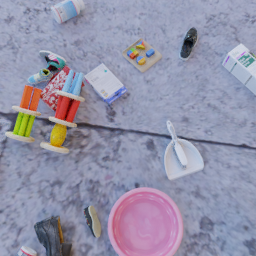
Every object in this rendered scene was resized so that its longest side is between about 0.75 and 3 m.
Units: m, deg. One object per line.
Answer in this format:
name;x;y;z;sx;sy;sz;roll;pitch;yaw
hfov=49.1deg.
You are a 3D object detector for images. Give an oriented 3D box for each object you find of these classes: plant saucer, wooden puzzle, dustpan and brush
plant saucer;0.556;3.172;9.091;2.393;0.606;2.393;0;70;-1
wooden puzzle;0.576;-3.076;11.626;1.203;0.301;1.299;-40;74;-14
dustpan and brush;1.772;0.704;10.042;1.397;0.573;2.002;-18;70;-7

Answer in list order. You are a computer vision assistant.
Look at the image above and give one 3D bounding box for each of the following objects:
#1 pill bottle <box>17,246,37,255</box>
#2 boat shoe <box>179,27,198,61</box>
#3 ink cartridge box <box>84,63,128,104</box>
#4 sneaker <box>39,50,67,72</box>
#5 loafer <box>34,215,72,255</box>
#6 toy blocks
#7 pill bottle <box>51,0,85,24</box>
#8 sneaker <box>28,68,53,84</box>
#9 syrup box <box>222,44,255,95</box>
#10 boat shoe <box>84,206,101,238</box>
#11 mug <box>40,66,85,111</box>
pill bottle;-3.309;4.225;8.733;0.534;0.534;0.893;25;72;9
boat shoe;2.587;-3.598;11.727;0.579;0.478;1.687;18;70;7
ink cartridge box;-0.870;-1.717;11.095;0.972;0.342;1.630;-38;71;-13
sneaker;-3.191;-2.668;11.387;1.208;0.505;0.729;22;61;7
loafer;-2.117;3.840;8.748;0.828;0.834;2.291;-27;73;-14
toy blocks;-2.821;-0.793;9.895;2.374;1.035;2.849;17;90;5
pill bottle;-2.593;-5.173;12.192;1.353;0.736;0.736;-31;72;-12
sneaker;-3.509;-2.072;11.029;1.001;0.654;0.398;-18;81;-8
syrup box;4.782;-2.302;11.065;0.779;0.806;1.978;-37;75;-14
boat shoe;-1.183;3.112;9.278;0.326;0.380;1.040;-25;78;26
mug;-2.618;-1.474;10.811;1.552;1.378;1.035;-47;112;-11
